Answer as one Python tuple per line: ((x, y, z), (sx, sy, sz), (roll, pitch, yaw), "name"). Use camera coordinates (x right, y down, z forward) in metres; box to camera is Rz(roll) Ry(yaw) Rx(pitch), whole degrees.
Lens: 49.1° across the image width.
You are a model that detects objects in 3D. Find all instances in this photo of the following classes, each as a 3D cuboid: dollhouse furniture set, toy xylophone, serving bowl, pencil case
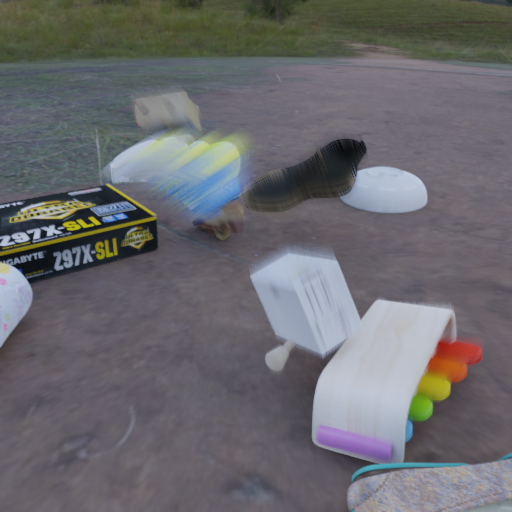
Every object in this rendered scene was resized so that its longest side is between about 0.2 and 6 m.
((-2.076, -2.816, 13.576), (1.275, 1.819, 1.282), (-6, -1, 7), "dollhouse furniture set")
((1.585, 1.404, 7.645), (2.269, 0.779, 3.099), (11, 27, 37), "toy xylophone")
((3.348, -1.843, 14.654), (2.256, 0.742, 2.256), (1, 26, 0), "serving bowl")
((-4.154, 0.998, 8.154), (0.984, 1.074, 2.367), (-18, 26, 9), "pencil case")

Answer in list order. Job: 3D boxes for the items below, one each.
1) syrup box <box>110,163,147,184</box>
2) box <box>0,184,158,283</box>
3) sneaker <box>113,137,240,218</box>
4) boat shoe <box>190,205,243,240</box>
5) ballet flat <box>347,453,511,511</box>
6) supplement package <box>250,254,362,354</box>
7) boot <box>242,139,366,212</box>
((-3.534, -2.422, 16.165), (1.248, 0.491, 0.508), (-8, 26, -16), "syrup box")
((-4.173, -0.537, 11.782), (3.421, 0.844, 2.732), (-16, 31, -31), "box")
((-1.203, -1.324, 9.860), (2.536, 1.332, 0.960), (-12, -6, -38), "sneaker")
((-0.838, -0.672, 12.178), (0.679, 0.678, 1.883), (-17, 7, -34), "boat shoe")
((2.350, 2.490, 5.471), (2.880, 0.980, 0.968), (-7, 46, -3), "ballet flat")
((0.641, 0.590, 7.476), (0.703, 0.987, 1.267), (-29, 16, -21), "supplement package")
((0.969, -1.790, 11.764), (2.531, 0.980, 1.751), (-16, -15, -7), "boot")
